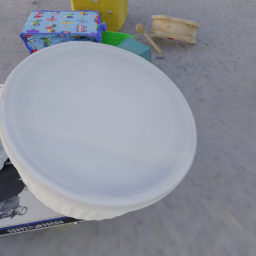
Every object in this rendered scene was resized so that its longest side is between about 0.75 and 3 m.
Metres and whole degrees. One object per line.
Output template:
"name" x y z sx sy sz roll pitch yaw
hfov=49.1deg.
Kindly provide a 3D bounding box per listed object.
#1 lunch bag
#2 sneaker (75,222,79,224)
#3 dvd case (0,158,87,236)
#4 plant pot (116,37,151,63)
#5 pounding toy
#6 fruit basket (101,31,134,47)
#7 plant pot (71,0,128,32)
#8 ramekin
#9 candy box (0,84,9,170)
"lunch bag" -2.138 -3.495 10.065 2.742 1.290 2.064 -9 43 4
"sneaker" -1.328 1.221 5.823 0.709 0.613 1.569 -5 44 -2
"dvd case" -1.680 1.015 5.583 2.710 0.335 2.037 -13 42 12
"plant pot" -0.120 -2.003 9.028 1.462 1.033 1.033 -37 54 -23
"pounding toy" 1.497 -3.588 10.961 2.448 1.404 1.400 11 15 -2
"fruit basket" -0.366 -3.202 10.556 1.285 0.927 1.285 12 1 0
"plant pot" -1.247 -5.352 11.617 2.575 2.575 2.272 -2 52 -2
"ramekin" -0.486 0.091 4.463 2.894 1.348 2.894 11 52 -14
"candy box" -3.362 -0.121 6.746 1.947 0.831 2.322 -3 40 21
